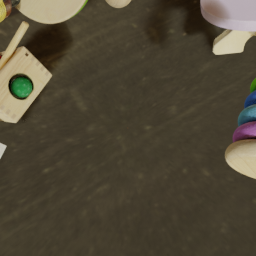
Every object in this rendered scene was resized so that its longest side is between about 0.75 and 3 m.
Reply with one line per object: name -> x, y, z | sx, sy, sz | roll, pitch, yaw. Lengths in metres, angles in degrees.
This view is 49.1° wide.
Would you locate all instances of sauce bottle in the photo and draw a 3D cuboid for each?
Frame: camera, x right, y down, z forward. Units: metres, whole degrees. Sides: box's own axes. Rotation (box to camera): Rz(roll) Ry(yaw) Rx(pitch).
sauce bottle -> -2.143, -1.869, 4.377 | 0.470, 0.470, 1.424 | 6, 38, 3

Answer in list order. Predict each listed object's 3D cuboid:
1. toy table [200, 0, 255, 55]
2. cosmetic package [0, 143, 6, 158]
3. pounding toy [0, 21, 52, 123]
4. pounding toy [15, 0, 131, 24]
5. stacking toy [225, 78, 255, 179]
toy table -> 2.851, -2.192, 5.691 | 2.505, 1.467, 2.303 | 12, 66, 27
cosmetic package -> -2.847, 0.374, 5.017 | 1.082, 0.816, 0.280 | 29, 45, -20
pounding toy -> -2.368, -1.031, 5.484 | 1.592, 1.132, 1.465 | 6, 58, 44
pounding toy -> -1.051, -2.912, 5.047 | 2.327, 1.796, 1.080 | -2, 24, 16
stacking toy -> 1.534, -0.389, 2.756 | 0.757, 0.757, 1.773 | 18, 72, 10
